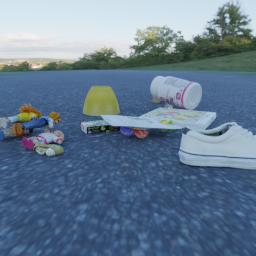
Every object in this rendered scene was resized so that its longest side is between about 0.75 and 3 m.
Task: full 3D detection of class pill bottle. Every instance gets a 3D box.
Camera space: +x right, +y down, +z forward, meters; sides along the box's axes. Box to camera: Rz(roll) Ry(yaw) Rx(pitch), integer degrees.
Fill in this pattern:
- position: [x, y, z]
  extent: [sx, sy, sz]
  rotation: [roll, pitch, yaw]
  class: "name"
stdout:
- position: [2.263, -1.755, 13.511]
  extent: [1.297, 1.297, 2.288]
  rotation: [-13, 27, -40]
  class: "pill bottle"

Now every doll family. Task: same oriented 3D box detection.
- position: [-2.979, -0.158, 8.790]
  extent: [2.452, 1.105, 1.522]
  rotation: [10, 18, 35]
  class: "doll family"

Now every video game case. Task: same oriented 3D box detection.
- position: [2.070, -0.429, 11.432]
  extent: [2.581, 0.295, 2.349]
  rotation: [7, 16, 26]
  class: "video game case"

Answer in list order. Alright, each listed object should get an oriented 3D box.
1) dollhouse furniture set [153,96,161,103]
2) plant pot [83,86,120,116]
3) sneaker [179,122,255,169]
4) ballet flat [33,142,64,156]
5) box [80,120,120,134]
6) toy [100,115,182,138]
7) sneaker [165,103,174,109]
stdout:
- position: [2.460, -1.947, 15.830]
  extent: [1.986, 1.029, 0.879]
  rotation: [-7, 15, -25]
  class: "dollhouse furniture set"
- position: [-1.245, -1.304, 12.965]
  extent: [1.709, 1.213, 1.709]
  rotation: [0, 15, 0]
  class: "plant pot"
- position: [2.696, 0.393, 6.876]
  extent: [2.832, 1.003, 1.034]
  rotation: [0, 15, -3]
  class: "sneaker"
- position: [-2.177, 0.604, 7.570]
  extent: [0.957, 0.338, 0.338]
  rotation: [8, 17, 27]
  class: "ballet flat"
- position: [-0.879, -0.077, 10.148]
  extent: [1.531, 0.266, 0.843]
  rotation: [-7, 16, -24]
  class: "box"
- position: [0.402, -0.004, 9.266]
  extent: [2.403, 0.567, 1.384]
  rotation: [-1, 15, -21]
  class: "toy"
- position: [2.057, -1.068, 13.990]
  extent: [0.304, 0.314, 0.859]
  rotation: [10, 21, -9]
  class: "sneaker"
